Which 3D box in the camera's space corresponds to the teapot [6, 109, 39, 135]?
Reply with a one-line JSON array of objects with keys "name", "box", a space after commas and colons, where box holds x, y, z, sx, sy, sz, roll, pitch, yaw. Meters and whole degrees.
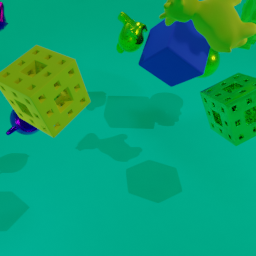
[{"name": "teapot", "box": [-2.251, -0.226, 6.417, 1.234, 0.767, 0.604, -39, 22, -18]}]

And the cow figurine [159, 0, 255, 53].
[{"name": "cow figurine", "box": [1.439, -2.008, 5.210, 1.472, 0.821, 1.496, -21, 81, -12]}]

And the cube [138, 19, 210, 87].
[{"name": "cube", "box": [1.297, -2.122, 7.667, 1.299, 1.299, 1.299, 28, 68, -26]}]

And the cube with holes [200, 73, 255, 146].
[{"name": "cube with holes", "box": [2.082, -0.383, 5.334, 0.892, 0.892, 0.892, -27, 26, -4]}]

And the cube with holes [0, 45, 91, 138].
[{"name": "cube with holes", "box": [-1.127, -0.507, 3.807, 0.766, 0.766, 0.766, 26, 60, 29]}]

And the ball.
[{"name": "ball", "box": [2.269, -2.067, 8.579, 1.057, 1.057, 1.057, 0, 43, 0]}]

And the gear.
[{"name": "gear", "box": [3.083, -2.783, 6.957, 0.292, 1.578, 1.578, 13, 44, 5]}]

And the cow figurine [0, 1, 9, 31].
[{"name": "cow figurine", "box": [-3.904, -2.705, 7.472, 1.348, 1.326, 0.740, -5, 10, -26]}]

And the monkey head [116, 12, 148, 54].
[{"name": "monkey head", "box": [-0.008, -2.717, 8.058, 1.058, 1.471, 0.887, 38, 75, -14]}]
